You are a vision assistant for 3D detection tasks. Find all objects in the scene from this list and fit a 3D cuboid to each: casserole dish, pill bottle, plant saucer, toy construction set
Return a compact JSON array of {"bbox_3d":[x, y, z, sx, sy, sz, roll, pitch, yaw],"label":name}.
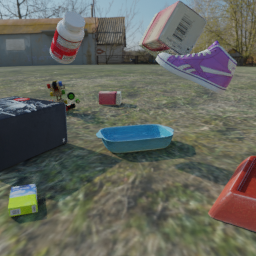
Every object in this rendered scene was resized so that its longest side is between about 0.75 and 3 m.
[{"bbox_3d":[0.269,0.350,9.578,2.699,0.524,1.635,-6,18,-16],"label":"casserole dish"},{"bbox_3d":[-2.050,-3.073,9.586,0.929,0.929,1.656,-12,-24,-35],"label":"pill bottle"},{"bbox_3d":[3.611,1.411,5.969,2.961,0.545,2.967,10,20,32],"label":"plant saucer"},{"bbox_3d":[-3.769,-1.529,14.295,2.002,1.670,1.539,-36,24,-1],"label":"toy construction set"}]

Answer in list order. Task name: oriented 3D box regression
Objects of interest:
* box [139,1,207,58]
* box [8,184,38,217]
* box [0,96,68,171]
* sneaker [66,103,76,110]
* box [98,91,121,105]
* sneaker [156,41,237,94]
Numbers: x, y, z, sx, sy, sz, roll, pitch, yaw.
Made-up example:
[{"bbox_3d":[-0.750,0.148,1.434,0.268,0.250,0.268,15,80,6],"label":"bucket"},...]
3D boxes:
[{"bbox_3d":[1.619,-3.626,10.856,1.343,1.576,2.465,28,3,-18],"label":"box"},{"bbox_3d":[-2.262,1.541,6.061,0.557,0.218,0.914,-5,17,-18],"label":"box"},{"bbox_3d":[-3.883,-0.025,9.115,2.584,1.477,2.838,10,20,28],"label":"box"},{"bbox_3d":[-3.275,-1.078,14.890,0.960,0.338,0.449,-19,5,-40],"label":"sneaker"},{"bbox_3d":[-1.047,-1.768,16.400,1.275,0.694,0.815,1,16,2],"label":"box"},{"bbox_3d":[2.275,-2.285,9.209,2.549,1.453,0.924,26,24,12],"label":"sneaker"}]
